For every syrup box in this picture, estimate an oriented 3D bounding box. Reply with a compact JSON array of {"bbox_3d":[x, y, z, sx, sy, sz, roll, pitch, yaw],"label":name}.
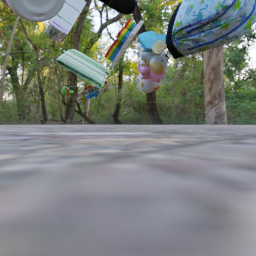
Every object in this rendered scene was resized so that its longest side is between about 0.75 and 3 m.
[{"bbox_3d":[-2.215,-3.925,9.931,0.715,1.757,0.692,32,-29,-21],"label":"syrup box"}]

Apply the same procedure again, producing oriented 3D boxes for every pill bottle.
[{"bbox_3d":[-2.372,-3.290,5.998,1.265,1.265,2.270,-1,38,-48],"label":"pill bottle"}]

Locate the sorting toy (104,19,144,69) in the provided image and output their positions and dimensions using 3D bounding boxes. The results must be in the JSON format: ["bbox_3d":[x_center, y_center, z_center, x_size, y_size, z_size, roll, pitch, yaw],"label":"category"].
[{"bbox_3d":[-0.215,-3.641,11.707,0.613,1.763,1.752,34,39,-8],"label":"sorting toy"}]

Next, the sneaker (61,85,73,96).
[{"bbox_3d":[-2.108,-1.291,9.451,0.304,0.332,0.792,-39,-5,0],"label":"sneaker"}]

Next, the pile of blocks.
[{"bbox_3d":[-1.567,-1.793,13.089,1.869,0.581,0.767,-26,15,-14],"label":"pile of blocks"}]

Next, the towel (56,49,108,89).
[{"bbox_3d":[-1.810,-2.575,11.781,2.011,0.308,2.637,29,23,-12],"label":"towel"}]

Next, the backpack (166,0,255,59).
[{"bbox_3d":[2.287,-3.057,7.631,2.394,1.953,1.841,13,-19,39],"label":"backpack"}]

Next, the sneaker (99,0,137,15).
[{"bbox_3d":[-0.922,-3.437,6.751,2.376,1.040,0.900,37,-31,-10],"label":"sneaker"}]

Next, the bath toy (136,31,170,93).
[{"bbox_3d":[0.940,-2.196,10.144,1.066,1.254,2.884,-18,-21,-6],"label":"bath toy"}]
